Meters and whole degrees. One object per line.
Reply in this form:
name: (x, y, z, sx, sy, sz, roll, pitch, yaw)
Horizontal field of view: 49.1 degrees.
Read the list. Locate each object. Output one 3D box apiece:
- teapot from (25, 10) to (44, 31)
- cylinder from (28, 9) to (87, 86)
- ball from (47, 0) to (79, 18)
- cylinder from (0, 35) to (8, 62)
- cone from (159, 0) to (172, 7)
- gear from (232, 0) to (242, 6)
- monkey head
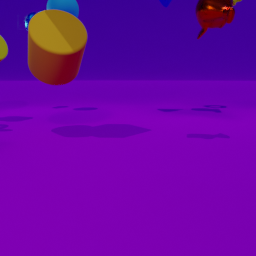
teapot: (-3.230, -3.646, 9.989, 0.645, 1.317, 0.819, 9, -14, 14)
cylinder: (-1.440, -1.583, 5.628, 1.074, 1.074, 1.074, -4, -23, -22)
ball: (-2.120, -3.860, 9.127, 1.019, 1.019, 1.019, 0, 10, 0)
cylinder: (-3.838, -2.049, 7.488, 0.880, 0.880, 0.880, -19, -3, 36)
cone: (1.374, -4.326, 8.379, 0.992, 0.988, 0.988, -29, 11, 2)
gear: (3.421, -4.456, 9.659, 1.096, 0.203, 1.096, -22, 37, 17)
monkey head: (2.709, -3.654, 8.760, 1.129, 1.874, 1.348, 3, 34, 3)
